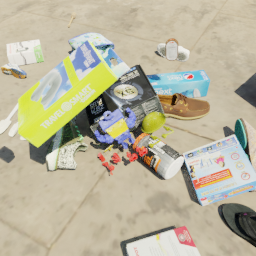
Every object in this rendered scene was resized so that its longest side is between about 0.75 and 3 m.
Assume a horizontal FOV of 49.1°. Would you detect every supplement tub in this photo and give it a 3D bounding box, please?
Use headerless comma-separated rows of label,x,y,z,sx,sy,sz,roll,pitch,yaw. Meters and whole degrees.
supplement tub,0.931,0.852,8.948,0.929,0.929,1.517,-33,53,-29

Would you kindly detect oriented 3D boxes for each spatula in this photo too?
spatula,-3.975,-0.435,10.827,1.600,0.185,2.302,4,44,12

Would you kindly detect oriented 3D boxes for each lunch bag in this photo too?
lunch bag,-1.743,-3.939,13.671,1.769,1.127,1.504,-32,52,-16

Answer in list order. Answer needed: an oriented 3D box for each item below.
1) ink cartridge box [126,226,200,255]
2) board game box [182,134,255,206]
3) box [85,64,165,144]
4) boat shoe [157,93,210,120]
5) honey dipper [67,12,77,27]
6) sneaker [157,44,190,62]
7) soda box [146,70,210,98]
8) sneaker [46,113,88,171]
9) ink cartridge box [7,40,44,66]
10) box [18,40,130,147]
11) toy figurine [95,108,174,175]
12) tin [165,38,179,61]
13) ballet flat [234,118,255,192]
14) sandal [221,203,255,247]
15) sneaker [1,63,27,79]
ink cartridge box,0.869,3.218,6.724,1.607,0.665,1.171,-12,46,-12
board game box,2.729,1.237,8.418,1.745,0.488,1.709,-21,44,11
box,-0.241,-0.897,10.088,2.464,1.061,2.018,-25,47,4
boat shoe,1.959,-0.883,10.767,2.458,0.830,0.885,2,45,2
honey dipper,-3.395,-6.506,16.881,0.301,0.301,1.584,2,47,2
sneaker,2.283,-3.836,14.001,1.683,0.656,0.836,23,42,10
soda box,2.024,-1.749,11.625,2.522,0.855,0.809,-6,45,-6
sneaker,-1.898,0.434,9.528,1.163,1.010,2.625,14,50,-5
ink cartridge box,-5.032,-3.675,13.714,1.591,0.668,1.158,-13,46,-13
box,-1.529,-1.066,7.255,2.999,0.715,1.829,-39,37,6
toy figurine,-0.093,0.009,8.638,2.583,1.548,1.363,-34,33,3
tin,1.498,-2.654,9.541,0.445,0.795,0.166,-3,43,6
ballet flat,4.077,0.842,9.062,0.909,0.921,2.704,6,55,1
sandal,3.554,2.753,7.259,0.910,0.579,2.421,-29,52,-26
sneaker,-5.138,-2.699,12.840,1.381,0.520,0.609,19,48,18
